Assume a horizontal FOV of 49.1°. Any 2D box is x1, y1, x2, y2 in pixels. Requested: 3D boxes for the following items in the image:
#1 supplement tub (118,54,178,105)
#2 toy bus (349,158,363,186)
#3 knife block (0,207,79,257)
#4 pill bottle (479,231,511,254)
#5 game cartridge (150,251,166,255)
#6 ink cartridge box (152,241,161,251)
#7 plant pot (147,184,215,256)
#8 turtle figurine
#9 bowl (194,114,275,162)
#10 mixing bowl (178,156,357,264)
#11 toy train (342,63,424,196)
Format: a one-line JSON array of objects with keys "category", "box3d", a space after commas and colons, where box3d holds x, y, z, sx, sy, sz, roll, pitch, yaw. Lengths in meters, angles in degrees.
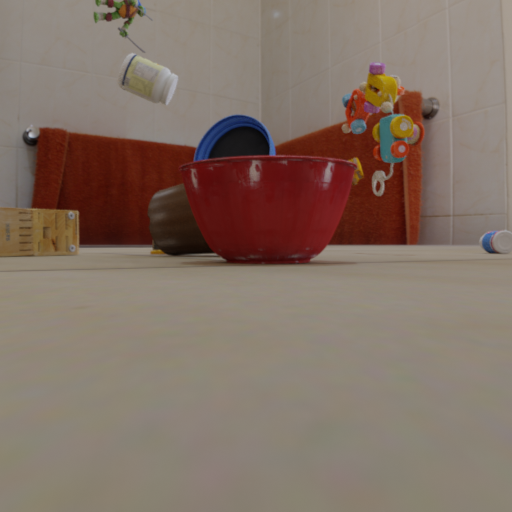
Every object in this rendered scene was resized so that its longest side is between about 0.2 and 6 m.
[{"category": "supplement tub", "box3d": [-2.362, -3.845, 12.275, 1.116, 0.809, 0.809, 23, -1, -5]}, {"category": "toy bus", "box3d": [2.482, -2.127, 14.130, 0.347, 0.288, 0.885, -22, 31, 17]}, {"category": "knife block", "box3d": [-5.511, -0.482, 11.371, 2.607, 0.950, 2.970, 2, 3, 35]}, {"category": "pill bottle", "box3d": [5.799, -0.328, 13.556, 0.562, 0.562, 1.002, 0, 1, -2]}, {"category": "game cartridge", "box3d": [-2.021, -0.077, 12.932, 0.699, 0.113, 0.616, -2, 1, 15]}, {"category": "ink cartridge box", "box3d": [-2.817, -0.365, 18.629, 0.847, 0.386, 1.029, 2, 3, 24]}, {"category": "plant pot", "box3d": [-1.045, -0.800, 11.194, 1.813, 1.831, 1.831, -7, -2, 27]}, {"category": "turtle figurine", "box3d": [-1.970, -3.549, 8.306, 0.779, 0.804, 0.579, -4, -6, -26]}, {"category": "bowl", "box3d": [-0.498, -2.250, 13.102, 2.089, 2.089, 0.410, 1, -10, 28]}, {"category": "mixing bowl", "box3d": [0.150, -0.560, 7.644, 2.413, 1.307, 2.413, 0, 1, 0]}, {"category": "toy train", "box3d": [2.915, -3.016, 12.894, 0.866, 3.112, 2.338, -5, -33, -12]}]
